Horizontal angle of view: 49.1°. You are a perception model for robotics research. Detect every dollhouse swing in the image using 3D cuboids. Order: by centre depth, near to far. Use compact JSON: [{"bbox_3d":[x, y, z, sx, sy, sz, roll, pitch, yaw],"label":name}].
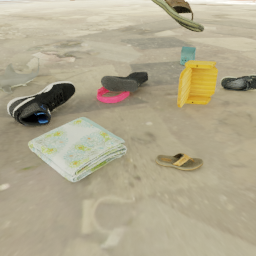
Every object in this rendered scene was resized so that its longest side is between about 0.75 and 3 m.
[{"bbox_3d":[2.344,-1.393,9.392,1.295,1.425,1.253,5,29,8],"label":"dollhouse swing"}]

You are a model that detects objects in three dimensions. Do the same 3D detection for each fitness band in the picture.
[{"bbox_3d":[-0.553,-1.298,10.462,1.009,0.263,1.405,20,34,24],"label":"fitness band"}]

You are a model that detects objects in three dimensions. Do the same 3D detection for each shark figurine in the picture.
[{"bbox_3d":[-4.439,-2.194,11.288,2.453,1.024,1.465,-26,40,-34],"label":"shark figurine"}]

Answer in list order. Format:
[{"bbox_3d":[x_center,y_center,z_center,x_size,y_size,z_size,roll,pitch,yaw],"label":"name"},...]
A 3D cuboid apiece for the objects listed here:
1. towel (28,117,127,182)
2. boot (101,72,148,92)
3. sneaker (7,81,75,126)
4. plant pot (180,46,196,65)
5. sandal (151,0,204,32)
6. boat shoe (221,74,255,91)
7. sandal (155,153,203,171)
[{"bbox_3d":[-1.280,0.442,7.165,2.039,0.491,1.745,26,38,38],"label":"towel"},{"bbox_3d":[-0.077,-1.917,11.007,1.462,0.582,1.774,13,28,12],"label":"boot"},{"bbox_3d":[-2.484,-0.686,8.911,2.318,0.847,1.297,-28,43,-27],"label":"sneaker"},{"bbox_3d":[2.935,-3.540,13.939,0.694,0.693,0.982,10,37,17],"label":"plant pot"},{"bbox_3d":[1.719,-4.263,9.900,2.535,0.723,1.007,47,22,17],"label":"sandal"},{"bbox_3d":[4.451,-1.691,10.737,1.700,0.635,0.564,7,31,15],"label":"boat shoe"},{"bbox_3d":[1.239,0.765,6.776,1.151,0.311,0.462,7,31,12],"label":"sandal"}]
